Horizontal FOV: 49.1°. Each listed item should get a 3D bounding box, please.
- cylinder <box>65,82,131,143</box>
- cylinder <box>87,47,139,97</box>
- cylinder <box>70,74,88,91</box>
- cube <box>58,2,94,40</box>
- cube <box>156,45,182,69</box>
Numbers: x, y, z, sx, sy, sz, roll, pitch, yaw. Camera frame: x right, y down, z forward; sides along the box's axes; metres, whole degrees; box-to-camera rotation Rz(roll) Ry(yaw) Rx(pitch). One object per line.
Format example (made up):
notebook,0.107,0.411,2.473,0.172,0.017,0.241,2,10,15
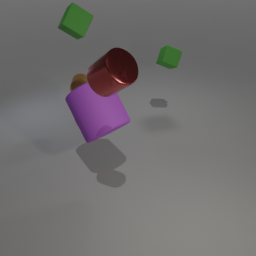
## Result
cylinder,-0.840,-0.500,7.912,1.400,1.400,1.400,-27,-2,-1
cylinder,-0.285,-0.999,5.117,0.700,0.700,0.700,-27,4,-39
cylinder,-1.770,-1.582,10.417,0.700,0.700,0.700,-2,30,-4
cube,-1.551,-3.122,8.244,0.700,0.700,0.700,25,-1,-27
cube,1.680,-2.892,11.484,0.700,0.700,0.700,18,0,-17
